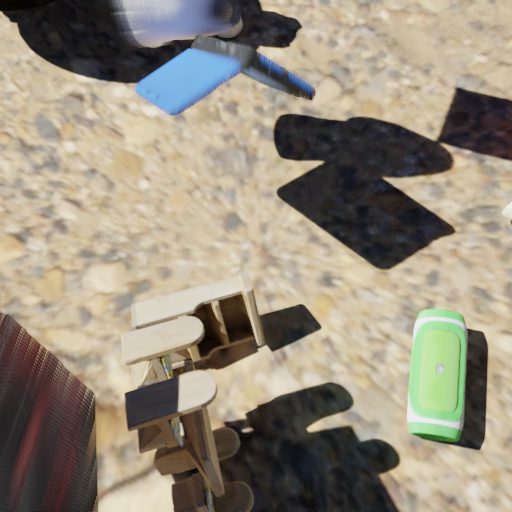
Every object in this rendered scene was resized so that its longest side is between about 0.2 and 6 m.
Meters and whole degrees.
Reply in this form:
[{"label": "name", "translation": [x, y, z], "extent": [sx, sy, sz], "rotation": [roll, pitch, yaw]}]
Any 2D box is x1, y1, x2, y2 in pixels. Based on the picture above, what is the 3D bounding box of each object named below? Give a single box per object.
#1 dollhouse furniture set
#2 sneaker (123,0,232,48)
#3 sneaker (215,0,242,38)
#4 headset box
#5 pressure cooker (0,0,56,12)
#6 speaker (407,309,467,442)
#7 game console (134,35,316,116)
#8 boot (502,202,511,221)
[{"label": "dollhouse furniture set", "translation": [-0.502, 1.466, 6.504], "extent": [1.539, 2.172, 2.365], "rotation": [-16, 39, -5]}, {"label": "sneaker", "translation": [-0.996, -3.596, 6.079], "extent": [1.300, 2.986, 1.112], "rotation": [2, 68, 9]}, {"label": "sneaker", "translation": [-1.229, -4.673, 9.223], "extent": [2.180, 1.575, 0.829], "rotation": [25, 72, 11]}, {"label": "headset box", "translation": [-2.152, 1.750, 4.114], "extent": [1.130, 2.239, 3.013], "rotation": [-19, 49, 4]}, {"label": "pressure cooker", "translation": [-4.115, -6.272, 8.459], "extent": [3.451, 3.398, 3.864], "rotation": [-30, 93, -3]}, {"label": "speaker", "translation": [2.332, 1.518, 7.199], "extent": [0.700, 0.700, 1.583], "rotation": [10, 68, 4]}, {"label": "game console", "translation": [-0.405, -1.930, 6.518], "extent": [0.999, 1.441, 1.688], "rotation": [-62, 34, 12]}, {"label": "boot", "translation": [4.879, -1.174, 8.116], "extent": [1.546, 1.082, 2.883], "rotation": [40, 74, 20]}]
